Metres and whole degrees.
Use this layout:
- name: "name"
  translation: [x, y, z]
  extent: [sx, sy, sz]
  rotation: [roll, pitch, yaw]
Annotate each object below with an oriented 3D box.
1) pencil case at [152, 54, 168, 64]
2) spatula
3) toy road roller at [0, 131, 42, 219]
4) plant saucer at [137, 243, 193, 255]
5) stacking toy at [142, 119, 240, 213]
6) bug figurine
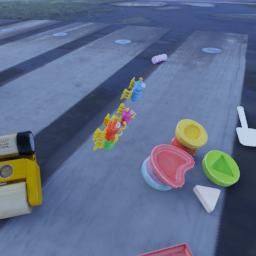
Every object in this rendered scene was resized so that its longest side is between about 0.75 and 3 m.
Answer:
- name: "pencil case"
  translation: [1.646, -3.577, 14.539]
  extent: [0.884, 0.371, 0.378]
  rotation: [-23, 71, -31]
- name: "spatula"
  translation: [4.351, -0.062, 8.850]
  extent: [1.893, 0.219, 2.722]
  rotation: [6, 32, 12]
- name: "toy road roller"
  translation: [-2.571, 1.051, 6.344]
  extent: [1.187, 1.410, 1.932]
  rotation: [-9, 69, -8]
- name: "plant saucer"
  translation: [0.731, 2.486, 4.661]
  extent: [0.988, 0.181, 0.986]
  rotation: [-8, 32, -14]
- name: "stacking toy"
  translation: [1.489, 1.026, 6.880]
  extent: [1.966, 0.917, 2.172]
  rotation: [43, 49, 14]
- name: "bug figurine"
  translation: [-0.137, -0.191, 5.542]
  extent: [0.429, 1.293, 1.667]
  rotation: [29, 55, 2]
